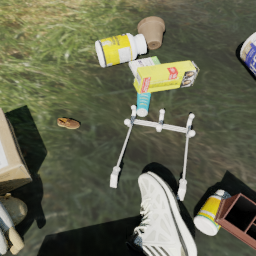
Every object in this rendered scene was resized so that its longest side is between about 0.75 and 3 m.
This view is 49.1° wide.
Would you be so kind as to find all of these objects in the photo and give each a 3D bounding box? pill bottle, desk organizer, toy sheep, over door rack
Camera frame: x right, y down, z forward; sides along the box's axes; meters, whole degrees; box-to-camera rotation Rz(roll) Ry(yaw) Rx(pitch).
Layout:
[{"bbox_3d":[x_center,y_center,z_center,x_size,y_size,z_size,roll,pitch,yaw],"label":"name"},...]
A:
[{"bbox_3d":[-0.269,-3.084,10.943,1.852,1.038,1.038,-16,54,-7],"label":"pill bottle"},{"bbox_3d":[3.109,2.393,6.627,1.893,0.729,0.679,34,58,0],"label":"desk organizer"},{"bbox_3d":[-3.555,2.476,6.318,1.871,1.871,2.713,36,44,25],"label":"toy sheep"},{"bbox_3d":[5.373,-2.176,9.965,1.603,1.603,2.678,-12,53,-9],"label":"pill bottle"},{"bbox_3d":[2.243,2.153,7.256,0.621,0.621,1.102,33,56,23],"label":"pill bottle"},{"bbox_3d":[0.834,0.512,8.325,2.109,0.951,2.855,10,53,8],"label":"over door rack"}]

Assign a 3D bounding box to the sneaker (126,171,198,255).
[{"bbox_3d":[0.506,2.206,6.821,1.429,0.937,2.484,-8,51,-26],"label":"sneaker"}]

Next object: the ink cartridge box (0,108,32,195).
[{"bbox_3d":[-4.517,0.981,7.875,2.863,1.075,2.358,-24,58,-17],"label":"ink cartridge box"}]

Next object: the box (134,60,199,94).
[{"bbox_3d":[1.366,-1.833,10.019,2.233,0.841,0.560,-10,54,-19],"label":"box"}]

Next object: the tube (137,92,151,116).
[{"bbox_3d":[0.557,-1.048,9.929,0.572,0.372,1.477,14,48,-6],"label":"tube"}]

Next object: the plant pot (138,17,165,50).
[{"bbox_3d":[1.012,-3.877,11.684,1.149,1.149,1.002,-4,71,-3],"label":"plant pot"}]

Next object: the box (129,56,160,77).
[{"bbox_3d":[0.720,-2.381,10.995,1.176,0.214,0.849,-15,54,-11],"label":"box"}]

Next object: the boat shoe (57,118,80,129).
[{"bbox_3d":[-1.979,-0.165,9.266,0.761,0.257,0.274,10,53,7],"label":"boat shoe"}]
